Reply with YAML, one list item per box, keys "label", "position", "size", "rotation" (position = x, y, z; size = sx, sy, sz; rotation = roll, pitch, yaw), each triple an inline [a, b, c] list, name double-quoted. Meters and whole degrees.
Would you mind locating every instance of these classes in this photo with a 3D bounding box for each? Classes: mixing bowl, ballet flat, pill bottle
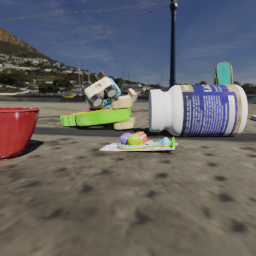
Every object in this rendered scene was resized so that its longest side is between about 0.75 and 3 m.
- label: "mixing bowl"
  position: [-2.275, 0.081, 4.756]
  size: [1.553, 0.841, 1.553]
  rotation: [0, 7, 0]
- label: "ballet flat"
  position: [3.450, -1.197, 10.023]
  size: [0.815, 2.305, 0.815]
  rotation: [3, -13, 1]
- label: "pill bottle"
  position: [1.711, -0.445, 7.260]
  size: [2.312, 1.338, 1.338]
  rotation: [-1, 6, -1]

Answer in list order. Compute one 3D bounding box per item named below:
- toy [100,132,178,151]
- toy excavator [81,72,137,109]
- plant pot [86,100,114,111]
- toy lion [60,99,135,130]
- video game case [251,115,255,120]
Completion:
- label: "toy"
  position: [0.235, 0.250, 5.555]
  size: [1.411, 0.333, 0.812]
  rotation: [2, 6, 17]
- label: "toy excavator"
  position: [-0.630, -1.240, 10.633]
  size: [1.864, 0.958, 1.917]
  rotation: [-33, -27, -6]
- label: "plant pot"
  position: [-1.055, -1.115, 12.555]
  size: [1.698, 1.519, 1.698]
  rotation: [0, 6, 0]
- label: "toy lion"
  position: [-1.101, -0.400, 9.722]
  size: [2.624, 0.940, 2.737]
  rotation: [-7, 6, 2]
- label: "video game case"
  position: [6.389, -0.422, 12.342]
  size: [1.537, 0.193, 1.689]
  rotation: [1, 5, 13]
